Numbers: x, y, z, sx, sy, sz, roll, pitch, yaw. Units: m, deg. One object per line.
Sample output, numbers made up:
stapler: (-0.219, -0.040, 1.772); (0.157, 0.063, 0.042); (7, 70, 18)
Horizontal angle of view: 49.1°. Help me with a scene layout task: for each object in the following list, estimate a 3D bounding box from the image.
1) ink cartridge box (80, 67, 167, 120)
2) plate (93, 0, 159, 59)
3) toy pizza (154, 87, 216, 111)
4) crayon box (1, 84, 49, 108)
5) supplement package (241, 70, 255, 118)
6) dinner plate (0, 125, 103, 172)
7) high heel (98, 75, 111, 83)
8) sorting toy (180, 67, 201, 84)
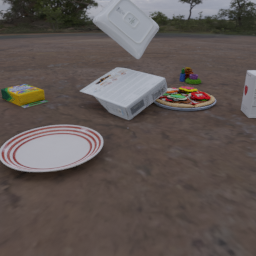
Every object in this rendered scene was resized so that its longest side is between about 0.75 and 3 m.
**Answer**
ink cartridge box: (-0.229, -1.580, 11.918); (2.994, 0.708, 2.397); (22, 50, 41)
plate: (0.071, -4.482, 11.914); (0.396, 2.450, 2.445); (-35, 21, 57)
toy pizza: (2.517, -1.459, 12.751); (2.910, 0.461, 2.910); (0, 23, 0)
crayon box: (-4.721, -1.506, 12.805); (1.999, 0.516, 1.257); (20, 31, 38)
supplement package: (5.162, -1.327, 10.936); (1.000, 1.670, 1.012); (1, 22, 3)
dinner plate: (-2.174, 0.595, 8.181); (2.917, 0.354, 2.917); (1, 23, 0)
high heel: (-0.919, -2.883, 15.572); (1.558, 0.780, 2.186); (2, 32, -11)
sorting toy: (3.528, -3.082, 16.155); (1.081, 0.739, 1.800); (-5, 24, -11)
